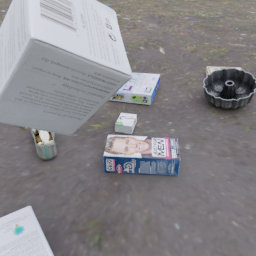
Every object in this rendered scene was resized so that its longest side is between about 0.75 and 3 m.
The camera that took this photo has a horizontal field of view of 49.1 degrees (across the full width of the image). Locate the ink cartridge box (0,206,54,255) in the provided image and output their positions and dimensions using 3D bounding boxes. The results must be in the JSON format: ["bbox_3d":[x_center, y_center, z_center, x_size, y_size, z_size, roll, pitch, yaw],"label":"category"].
[{"bbox_3d":[-1.845,2.560,4.231,1.649,0.922,2.416,-19,36,-27],"label":"ink cartridge box"}]

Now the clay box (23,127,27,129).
[{"bbox_3d":[-3.160,-0.301,9.305,0.503,0.208,0.875,27,43,34],"label":"clay box"}]

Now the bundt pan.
[{"bbox_3d":[3.692,-1.369,10.229,1.888,0.709,1.888,-7,45,7],"label":"bundt pan"}]

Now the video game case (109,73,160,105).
[{"bbox_3d":[0.214,-1.636,11.126,1.826,0.458,2.014,8,34,13],"label":"video game case"}]

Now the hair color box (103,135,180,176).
[{"bbox_3d":[0.364,0.705,7.415,1.927,0.583,0.964,2,33,3],"label":"hair color box"}]

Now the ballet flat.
[{"bbox_3d":[-2.473,0.169,8.209,0.651,0.615,1.931,-14,35,-19],"label":"ballet flat"}]

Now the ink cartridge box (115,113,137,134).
[{"bbox_3d":[-0.059,-0.157,8.982,0.555,0.320,0.759,7,34,11],"label":"ink cartridge box"}]

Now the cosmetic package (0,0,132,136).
[{"bbox_3d":[-1.231,-1.092,4.638,1.582,1.901,1.591,13,53,-38],"label":"cosmetic package"}]

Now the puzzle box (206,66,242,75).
[{"bbox_3d":[4.238,-2.047,11.909,1.576,0.301,2.369,2,33,5],"label":"puzzle box"}]
